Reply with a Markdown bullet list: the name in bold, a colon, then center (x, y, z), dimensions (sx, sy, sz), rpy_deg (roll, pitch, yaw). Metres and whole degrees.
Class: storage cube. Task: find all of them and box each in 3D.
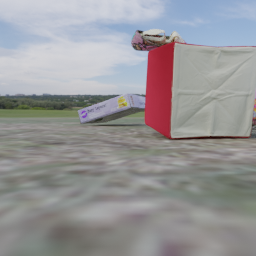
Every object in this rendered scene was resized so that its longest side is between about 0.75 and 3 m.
- **storage cube**: center (1.147, -0.621, 4.784), dimensions (1.388, 1.624, 1.460), rpy_deg (0, 9, -11)

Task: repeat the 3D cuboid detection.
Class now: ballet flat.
- **ballet flat**: center (0.690, -1.658, 5.358), dimensions (1.251, 0.433, 0.445), rpy_deg (3, -34, -13)

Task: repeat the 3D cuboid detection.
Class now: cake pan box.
- **cake pan box**: center (-0.421, -0.636, 9.878), dimensions (1.911, 0.543, 2.075), rpy_deg (-15, -3, 22)

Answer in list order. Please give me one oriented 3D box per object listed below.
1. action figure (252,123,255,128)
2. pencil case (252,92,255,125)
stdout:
- **action figure**: center (3.301, -0.226, 7.949), dimensions (0.985, 0.342, 0.641), rpy_deg (14, -15, 34)
- **pencil case**: center (3.452, -0.938, 7.072), dimensions (0.759, 1.736, 0.759), rpy_deg (11, -6, 1)
